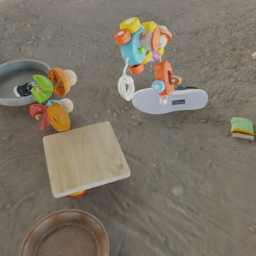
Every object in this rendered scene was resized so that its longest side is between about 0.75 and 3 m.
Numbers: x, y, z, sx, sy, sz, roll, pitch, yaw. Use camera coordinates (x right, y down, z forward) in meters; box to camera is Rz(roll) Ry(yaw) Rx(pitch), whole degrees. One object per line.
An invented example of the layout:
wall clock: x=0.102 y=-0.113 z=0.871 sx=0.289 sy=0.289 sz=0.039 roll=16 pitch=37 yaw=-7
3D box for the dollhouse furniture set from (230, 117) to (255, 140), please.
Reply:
dollhouse furniture set: x=4.308 y=-0.082 z=9.087 sx=1.793 sy=0.692 sz=0.896 roll=10 pitch=46 yaw=10

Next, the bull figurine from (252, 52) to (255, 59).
bull figurine: x=6.598 y=-2.957 z=11.785 sx=1.539 sy=0.825 sz=2.535 roll=-26 pitch=51 yaw=-23

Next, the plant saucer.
plant saucer: x=-1.379 y=2.757 z=6.202 sx=1.931 sy=0.353 sz=1.931 roll=0 pitch=46 yaw=0

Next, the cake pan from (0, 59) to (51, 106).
cake pan: x=-4.211 y=-1.760 z=10.860 sx=2.617 sy=0.480 sz=2.617 roll=0 pitch=46 yaw=0

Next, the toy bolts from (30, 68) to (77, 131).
toy bolts: x=-2.126 y=-0.738 z=9.020 sx=1.389 sy=2.003 sz=1.913 roll=-29 pitch=77 yaw=-36

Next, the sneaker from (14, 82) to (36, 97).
sneaker: x=-3.544 y=-1.398 z=10.152 sx=0.672 sy=0.445 sz=1.180 roll=-13 pitch=9 yaw=13

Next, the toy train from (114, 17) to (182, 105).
toy train: x=0.679 y=-1.526 z=6.615 sx=0.767 sy=2.073 sz=2.759 roll=-4 pitch=7 yaw=27

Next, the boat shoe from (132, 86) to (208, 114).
boat shoe: x=1.462 y=-1.053 z=10.007 sx=2.670 sy=0.916 sz=0.756 roll=0 pitch=26 yaw=-2

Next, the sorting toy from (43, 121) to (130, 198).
sorting toy: x=-1.224 y=0.955 z=8.058 sx=2.051 sy=0.718 sz=2.064 roll=-14 pitch=48 yaw=-13
